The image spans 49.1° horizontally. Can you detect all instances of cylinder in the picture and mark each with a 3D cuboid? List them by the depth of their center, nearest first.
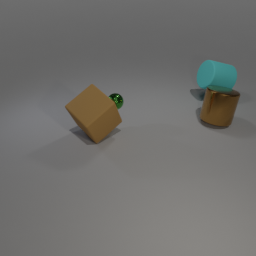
[{"bbox_3d":[3.945,-0.970,12.101,1.400,1.400,1.400,7,23,-3],"label":"cylinder"},{"bbox_3d":[4.388,-2.550,13.909,1.400,1.400,1.400,6,27,-22],"label":"cylinder"}]

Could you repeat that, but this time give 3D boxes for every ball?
[{"bbox_3d":[-0.528,-1.102,11.674,0.700,0.700,0.700,0,31,0],"label":"ball"}]

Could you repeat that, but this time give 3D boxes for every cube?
[{"bbox_3d":[-1.298,-0.539,10.854,1.400,1.400,1.400,-42,61,-12],"label":"cube"}]
